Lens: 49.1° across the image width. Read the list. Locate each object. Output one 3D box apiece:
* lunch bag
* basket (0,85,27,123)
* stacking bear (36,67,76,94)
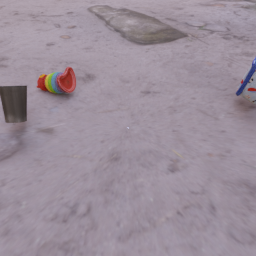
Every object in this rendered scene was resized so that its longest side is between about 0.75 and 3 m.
[{"bbox_3d":[3.923,-1.827,7.789,0.830,1.760,2.196,31,57,17],"label":"lunch bag"},{"bbox_3d":[-2.861,-0.607,7.059,0.620,0.911,0.822,0,9,9],"label":"basket"},{"bbox_3d":[-2.348,-1.452,8.885,1.273,0.724,0.773,4,44,29],"label":"stacking bear"}]
